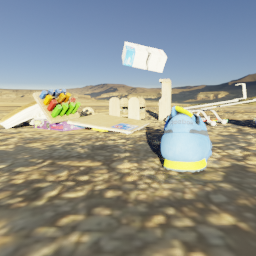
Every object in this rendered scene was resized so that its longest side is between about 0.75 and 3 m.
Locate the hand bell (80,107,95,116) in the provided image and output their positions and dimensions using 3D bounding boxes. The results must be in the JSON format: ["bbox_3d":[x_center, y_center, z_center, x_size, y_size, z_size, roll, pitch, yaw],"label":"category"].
[{"bbox_3d":[-1.429,-0.391,11.938,0.693,0.693,1.332,-4,20,-36],"label":"hand bell"}]

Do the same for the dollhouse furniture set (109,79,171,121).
[{"bbox_3d":[0.655,-1.414,14.156,2.980,1.980,2.612,1,6,10],"label":"dollhouse furniture set"}]

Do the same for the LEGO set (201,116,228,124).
[{"bbox_3d":[3.416,-0.406,12.215,1.285,0.422,1.720,-9,10,-38],"label":"LEGO set"}]

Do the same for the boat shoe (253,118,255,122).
[{"bbox_3d":[6.136,-0.405,12.488,1.055,0.315,0.377,4,7,35],"label":"boat shoe"}]

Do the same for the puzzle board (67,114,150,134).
[{"bbox_3d":[-0.509,-0.143,9.220,1.969,0.227,2.613,10,10,15],"label":"puzzle board"}]

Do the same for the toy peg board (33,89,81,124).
[{"bbox_3d":[-2.147,-0.842,8.836,1.165,1.160,0.570,-16,-24,-51],"label":"toy peg board"}]

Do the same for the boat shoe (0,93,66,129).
[{"bbox_3d":[-3.341,-0.521,10.523,1.002,0.981,2.830,1,26,44],"label":"boat shoe"}]

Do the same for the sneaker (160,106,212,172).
[{"bbox_3d":[1.055,0.075,4.842,0.772,0.918,2.341,0,4,16],"label":"sneaker"}]

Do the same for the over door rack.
[{"bbox_3d":[3.466,-0.674,10.591,2.955,0.984,2.183,-23,-11,41],"label":"over door rack"}]

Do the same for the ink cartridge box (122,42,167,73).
[{"bbox_3d":[0.549,-2.509,9.919,1.430,0.602,1.034,10,29,-9],"label":"ink cartridge box"}]

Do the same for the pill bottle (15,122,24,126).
[{"bbox_3d":[-4.363,-0.405,11.047,0.603,0.603,1.086,-2,5,-18],"label":"pill bottle"}]

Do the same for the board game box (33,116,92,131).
[{"bbox_3d":[-1.936,-0.207,10.400,1.571,0.423,2.618,-1,4,36],"label":"board game box"}]
